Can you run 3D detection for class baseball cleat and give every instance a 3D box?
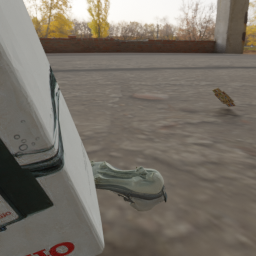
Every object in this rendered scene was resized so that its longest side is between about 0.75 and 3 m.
[{"bbox_3d":[-0.110,0.733,3.388,1.192,0.635,0.416,3,36,34],"label":"baseball cleat"}]

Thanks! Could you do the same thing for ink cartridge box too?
[{"bbox_3d":[-1.514,-0.022,1.896,2.050,2.797,1.162,-18,36,-2],"label":"ink cartridge box"}]

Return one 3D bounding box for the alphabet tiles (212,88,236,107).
[{"bbox_3d":[3.064,-0.971,8.987,0.030,0.798,0.959,-44,1,1],"label":"alphabet tiles"}]
